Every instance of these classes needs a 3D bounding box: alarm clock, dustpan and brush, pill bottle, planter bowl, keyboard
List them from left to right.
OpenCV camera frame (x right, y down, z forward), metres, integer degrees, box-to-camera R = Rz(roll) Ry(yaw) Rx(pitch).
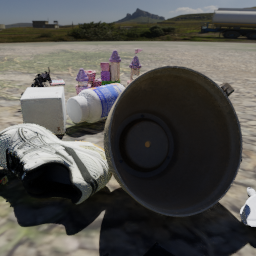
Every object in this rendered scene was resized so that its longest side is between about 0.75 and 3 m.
[{"bbox_3d":[-0.985,-0.797,9.235,1.106,1.106,1.975,19,27,40],"label":"pill bottle"},{"bbox_3d":[-0.152,2.024,3.133,1.364,0.221,2.147,23,29,33],"label":"keyboard"},{"bbox_3d":[0.590,0.258,5.234,2.425,2.425,1.632,-8,-3,-20],"label":"planter bowl"},{"bbox_3d":[2.466,-0.874,7.584,0.390,0.791,1.172,52,21,15],"label":"alarm clock"},{"bbox_3d":[2.310,1.343,4.827,0.917,0.376,1.314,2,28,4],"label":"dustpan and brush"}]

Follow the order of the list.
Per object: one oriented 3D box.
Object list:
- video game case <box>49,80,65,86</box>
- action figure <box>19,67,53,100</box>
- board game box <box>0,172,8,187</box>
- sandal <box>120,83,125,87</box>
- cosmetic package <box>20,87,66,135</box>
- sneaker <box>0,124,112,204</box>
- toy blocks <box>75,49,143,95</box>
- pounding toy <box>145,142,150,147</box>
[{"bbox_3d":[-3.783,-2.414,14.900,0.738,0.090,1.032,-8,22,-19],"label":"video game case"},{"bbox_3d":[-3.356,-1.523,10.705,1.641,0.837,0.975,-47,29,3],"label":"action figure"},{"bbox_3d":[-3.569,1.029,5.728,1.994,0.234,1.045,10,25,25],"label":"board game box"},{"bbox_3d":[-0.896,-1.967,13.077,2.441,0.550,0.917,8,22,20],"label":"sandal"},{"bbox_3d":[-2.510,-0.545,8.519,1.153,1.146,1.378,-3,22,-10],"label":"cosmetic package"},{"bbox_3d":[-1.797,0.668,5.444,2.901,1.097,1.272,7,23,20],"label":"sneaker"},{"bbox_3d":[-0.618,-1.913,10.668,2.412,2.172,2.580,2,21,6],"label":"toy blocks"},{"bbox_3d":[0.709,-0.027,7.162,2.519,1.152,2.213,-14,25,-32],"label":"pounding toy"}]
